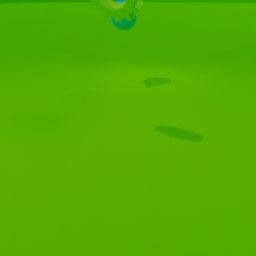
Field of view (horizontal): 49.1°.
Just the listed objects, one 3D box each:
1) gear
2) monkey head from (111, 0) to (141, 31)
[{"bbox_3d":[-0.299,-2.531,5.231,1.189,1.189,0.220,13,66,25],"label":"gear"},{"bbox_3d":[-0.250,-4.021,9.648,1.243,1.041,1.728,41,14,12],"label":"monkey head"}]
